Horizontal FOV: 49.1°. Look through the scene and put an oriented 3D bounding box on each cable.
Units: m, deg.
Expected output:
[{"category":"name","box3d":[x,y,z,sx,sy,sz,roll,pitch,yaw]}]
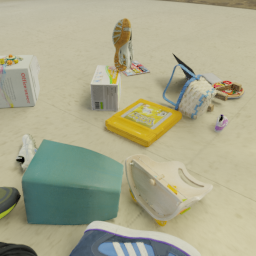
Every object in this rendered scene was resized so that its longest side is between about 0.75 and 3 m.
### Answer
[{"category":"cable","box3d":[-2.194,3.123,4.714,2.073,0.645,2.541,-11,35,-41]}]

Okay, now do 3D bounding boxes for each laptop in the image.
[{"category":"laptop","box3d":[3.408,-2.523,12.678,2.329,1.350,2.180,-8,35,-12]}]

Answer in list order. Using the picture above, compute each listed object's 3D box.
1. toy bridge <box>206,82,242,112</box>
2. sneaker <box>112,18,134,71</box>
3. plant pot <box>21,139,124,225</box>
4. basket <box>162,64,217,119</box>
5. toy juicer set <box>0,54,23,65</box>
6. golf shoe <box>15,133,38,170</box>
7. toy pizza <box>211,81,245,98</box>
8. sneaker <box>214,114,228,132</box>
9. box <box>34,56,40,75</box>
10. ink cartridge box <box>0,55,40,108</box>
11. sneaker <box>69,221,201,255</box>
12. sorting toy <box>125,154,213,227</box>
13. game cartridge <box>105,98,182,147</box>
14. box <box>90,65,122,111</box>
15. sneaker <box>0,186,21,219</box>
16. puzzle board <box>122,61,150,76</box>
[{"category":"toy bridge","box3d":[3.757,-1.352,11.539,2.129,0.290,0.716,-33,46,-25]},{"category":"sneaker","box3d":[-0.149,-3.369,11.419,0.774,2.048,0.898,12,18,22]},{"category":"plant pot","box3d":[-1.196,1.385,6.728,2.082,1.471,1.472,8,34,1]},{"category":"basket","box3d":[2.256,-1.316,10.691,1.845,1.627,1.284,38,45,19]},{"category":"toy juicer set","box3d":[-4.450,-2.714,10.866,0.627,0.268,0.985,14,35,19]},{"category":"golf shoe","box3d":[-3.099,0.702,8.518,0.744,0.599,1.530,-23,38,-22]},{"category":"toy pizza","box3d":[4.379,-1.749,12.306,1.472,0.233,1.472,1,36,-1]},{"category":"sneaker","box3d":[3.396,-0.296,10.017,0.357,0.562,0.985,15,35,24]},{"category":"box","box3d":[-5.437,-2.656,13.173,2.305,0.693,1.344,-11,34,-2]},{"category":"ink cartridge box","box3d":[-4.943,-1.913,11.429,2.311,1.679,1.671,-3,34,-6]},{"category":"sneaker","box3d":[0.004,2.781,5.018,2.434,0.981,1.782,10,38,14]},{"category":"sorting toy","box3d":[1.157,1.436,7.109,1.782,1.058,1.980,-14,34,-33]},{"category":"game cartridge","box3d":[0.563,-0.289,10.182,1.980,0.364,2.246,23,39,31]},{"category":"box","box3d":[-0.849,-1.716,11.606,1.056,1.172,2.083,2,32,2]},{"category":"sneaker","box3d":[-3.963,1.552,6.700,2.732,1.106,1.009,2,33,3]},{"category":"puzzle board","box3d":[0.216,-3.189,14.776,1.312,0.151,1.741,-13,35,-19]}]
